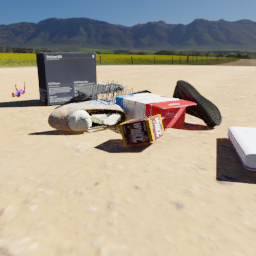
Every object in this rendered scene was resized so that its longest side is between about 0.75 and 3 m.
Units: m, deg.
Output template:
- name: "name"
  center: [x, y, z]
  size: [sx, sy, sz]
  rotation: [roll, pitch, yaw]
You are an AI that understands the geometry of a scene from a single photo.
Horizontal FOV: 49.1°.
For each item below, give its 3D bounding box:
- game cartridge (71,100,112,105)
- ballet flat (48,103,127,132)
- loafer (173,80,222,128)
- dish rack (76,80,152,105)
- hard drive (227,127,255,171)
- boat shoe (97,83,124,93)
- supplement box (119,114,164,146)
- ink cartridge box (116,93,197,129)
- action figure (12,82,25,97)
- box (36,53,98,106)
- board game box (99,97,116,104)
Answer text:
- name: "game cartridge"
  center: [-1.513, -0.879, 11.527]
  size: [1.643, 0.341, 1.094]
  rotation: [-12, 15, -37]
- name: "ballet flat"
  center: [-1.116, -0.317, 8.565]
  size: [2.532, 0.862, 0.852]
  rotation: [-11, 27, -31]
- name: "loafer"
  center: [2.268, -0.717, 9.398]
  size: [0.796, 0.778, 2.180]
  rotation: [0, 43, -37]
- name: "dish rack"
  center: [-0.667, -1.505, 11.945]
  size: [2.869, 0.783, 2.201]
  rotation: [25, 23, 22]
- name: "hard drive"
  center: [3.373, 0.422, 6.391]
  size: [1.782, 0.343, 2.701]
  rotation: [3, 12, 12]
- name: "boat shoe"
  center: [-1.113, -2.216, 16.224]
  size: [1.924, 0.699, 0.604]
  rotation: [0, 57, -20]
- name: "supplement box"
  center: [0.373, 0.044, 7.219]
  size: [0.843, 0.560, 0.832]
  rotation: [-10, 7, 28]
- name: "ink cartridge box"
  center: [0.851, -0.556, 9.277]
  size: [1.467, 0.849, 2.524]
  rotation: [-10, 18, -32]
- name: "action figure"
  center: [-5.962, -2.149, 15.352]
  size: [0.499, 0.757, 1.529]
  rotation: [-2, 13, -8]
- name: "box"
  center: [-2.812, -2.360, 13.105]
  size: [2.512, 2.288, 1.308]
  rotation: [-9, 18, -31]
- name: "board game box"
  center: [-0.686, -1.282, 13.143]
  size: [0.757, 0.193, 1.117]
  rotation: [14, 21, 40]
